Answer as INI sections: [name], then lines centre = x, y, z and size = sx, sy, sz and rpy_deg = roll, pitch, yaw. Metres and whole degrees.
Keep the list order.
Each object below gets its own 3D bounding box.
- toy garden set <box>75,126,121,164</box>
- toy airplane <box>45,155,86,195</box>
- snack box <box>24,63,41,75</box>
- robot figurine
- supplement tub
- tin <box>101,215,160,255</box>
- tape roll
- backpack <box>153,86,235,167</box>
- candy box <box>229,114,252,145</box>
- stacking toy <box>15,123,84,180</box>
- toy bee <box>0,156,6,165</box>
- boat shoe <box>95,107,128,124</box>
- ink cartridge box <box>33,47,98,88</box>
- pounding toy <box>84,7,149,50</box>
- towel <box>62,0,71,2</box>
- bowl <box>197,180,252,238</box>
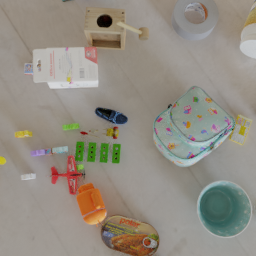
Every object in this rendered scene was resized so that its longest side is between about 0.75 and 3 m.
[toy garden set]
centre = -1.157, 0.644, 11.206
size = 1.762, 0.352, 1.469
rpy_deg = 4, 83, 1
[toy airplane]
centre = -2.435, 1.872, 11.004
size = 1.563, 0.288, 1.563
rpy_deg = 0, 90, 1
[snack box]
centre = -3.699, -2.478, 11.776
size = 1.288, 0.157, 0.463
rpy_deg = 1, 81, 0
[robot figurine]
centre = -1.359, 2.873, 10.425
size = 1.132, 0.918, 1.574
rpy_deg = -31, 69, 19
[supplement tub]
centre = 5.560, -4.095, 11.297
size = 1.606, 1.606, 2.225
rpy_deg = 23, 82, 4
[tin]
centre = 0.080, 4.064, 10.610
size = 2.240, 0.469, 1.254
rpy_deg = 17, 86, 3
[tape roll]
centre = 2.822, -4.722, 11.897
size = 1.888, 0.624, 1.888
rpy_deg = 0, 82, 0
[backpack]
centre = 2.273, 0.003, 10.360
size = 2.706, 2.075, 2.379
rpy_deg = -41, 75, -3
[candy box]
centre = 4.579, 0.071, 11.375
size = 0.579, 0.150, 1.133
rpy_deg = 24, 81, 6
[stacking toy]
centre = -3.082, 0.904, 11.028
size = 2.525, 0.593, 1.904
rpy_deg = -9, 81, -2
[toy bee]
centre = -5.585, 1.558, 10.766
size = 1.481, 1.230, 2.262
rpy_deg = 11, 57, 12
[boat shoe]
centre = -0.677, -0.472, 11.263
size = 1.372, 0.471, 0.577
rpy_deg = 11, 73, -3
[ink cartridge box]
centre = -2.482, -2.416, 11.320
size = 2.495, 0.842, 1.453
rpy_deg = -2, 81, -7
[pounding toy]
centre = -0.394, -4.054, 10.992
size = 2.481, 2.180, 1.135
rpy_deg = 4, 81, 1
[towel]
centre = -2.678, -6.015, 12.374
size = 0.632, 0.093, 0.862
rpy_deg = -14, 81, -3
[bowl]
centre = 3.433, 2.945, 10.467
size = 1.990, 1.041, 1.990
rpy_deg = 0, 82, 0
